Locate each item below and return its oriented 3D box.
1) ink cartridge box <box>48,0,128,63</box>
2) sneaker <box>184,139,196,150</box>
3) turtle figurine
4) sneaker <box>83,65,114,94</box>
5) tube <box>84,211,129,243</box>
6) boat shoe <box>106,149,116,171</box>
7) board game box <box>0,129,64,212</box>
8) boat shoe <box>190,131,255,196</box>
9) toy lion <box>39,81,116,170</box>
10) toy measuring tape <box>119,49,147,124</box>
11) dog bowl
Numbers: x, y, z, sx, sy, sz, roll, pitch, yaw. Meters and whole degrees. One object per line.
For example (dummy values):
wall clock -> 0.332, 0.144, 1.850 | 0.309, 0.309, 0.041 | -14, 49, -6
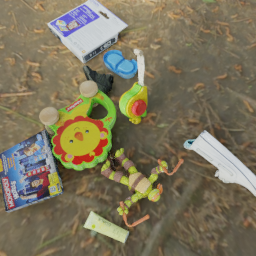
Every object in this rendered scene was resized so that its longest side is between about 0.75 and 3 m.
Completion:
ink cartridge box -> -1.765, -4.433, 12.525 | 2.606, 0.565, 2.582 | -39, 68, -16
sneaker -> 2.497, 0.592, 9.929 | 0.974, 0.399, 0.360 | 0, 63, 0
turtle figurine -> 0.355, 1.626, 9.102 | 2.176, 0.869, 2.699 | 37, 76, 21
sneaker -> -1.149, -2.016, 11.248 | 0.878, 0.586, 1.532 | -33, 70, -18
tube -> -0.661, 3.091, 8.638 | 1.373, 0.356, 0.398 | 20, 25, 16
boat shoe -> -0.614, 1.010, 9.715 | 0.375, 0.375, 1.065 | -22, 64, -9
board game box -> -3.523, 1.506, 9.250 | 2.351, 0.726, 2.353 | -18, 63, -8
boat shoe -> 3.294, 1.342, 9.319 | 0.916, 1.031, 2.802 | -47, 73, 8
toy lion -> -1.526, -0.006, 9.885 | 2.828, 0.971, 2.711 | -39, 67, -19
toy measuring tape -> 0.145, -1.278, 9.713 | 1.016, 2.762, 1.016 | -3, 34, 2
dog bowl -> -0.305, -2.624, 11.668 | 1.580, 0.392, 0.881 | 34, 67, 17
